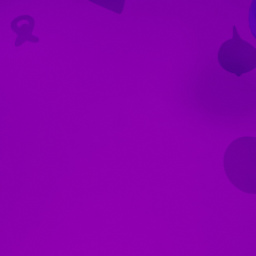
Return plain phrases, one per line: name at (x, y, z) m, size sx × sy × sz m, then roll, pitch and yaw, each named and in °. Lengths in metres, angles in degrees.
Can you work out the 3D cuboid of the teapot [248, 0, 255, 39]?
teapot at (2.771, -2.216, 5.031) m, size 1.246 × 2.004 × 0.981 m, roll -3°, pitch 39°, yaw 1°
